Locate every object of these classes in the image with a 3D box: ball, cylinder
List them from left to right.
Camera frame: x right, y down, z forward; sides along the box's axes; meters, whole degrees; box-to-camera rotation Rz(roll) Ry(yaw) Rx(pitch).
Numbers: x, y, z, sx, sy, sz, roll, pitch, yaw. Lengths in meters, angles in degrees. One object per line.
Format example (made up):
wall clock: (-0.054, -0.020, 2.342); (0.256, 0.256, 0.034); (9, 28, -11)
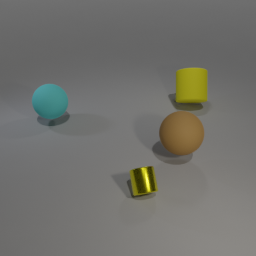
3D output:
ball: (-3.109, -1.058, 11.220); (1.400, 1.400, 1.400); (0, 29, 0)
cylinder: (0.432, 1.461, 7.735); (0.700, 0.700, 0.700); (-10, -14, -2)
ball: (1.688, 0.162, 8.846); (1.400, 1.400, 1.400); (0, 29, 0)
cylinder: (2.879, -1.890, 12.711); (1.400, 1.400, 1.400); (0, -1, 0)
